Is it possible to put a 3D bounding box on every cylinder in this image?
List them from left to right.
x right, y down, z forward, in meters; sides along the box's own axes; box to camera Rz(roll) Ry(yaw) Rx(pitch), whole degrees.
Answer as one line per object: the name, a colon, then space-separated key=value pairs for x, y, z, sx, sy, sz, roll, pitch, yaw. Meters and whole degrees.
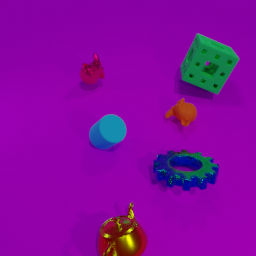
cylinder: x=-0.535 y=0.113 z=7.293 sx=0.750 sy=0.750 sz=0.750 roll=10 pitch=69 yaw=-26

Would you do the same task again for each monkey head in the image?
monkey head: x=-1.254 y=-1.968 z=9.394 sx=0.825 sy=1.369 sz=0.985 roll=-14 pitch=81 yaw=-9
monkey head: x=1.584 y=-0.405 z=8.261 sx=0.714 sy=0.853 sz=1.186 roll=49 pitch=30 yaw=-6

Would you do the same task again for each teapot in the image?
teapot: x=-0.118 y=2.003 z=5.278 sx=0.965 sy=0.760 sz=1.552 roll=-7 pitch=15 yaw=22

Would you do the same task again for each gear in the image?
gear: x=1.346 y=0.946 z=6.586 sx=1.480 sy=0.274 sz=1.480 roll=0 pitch=21 yaw=0

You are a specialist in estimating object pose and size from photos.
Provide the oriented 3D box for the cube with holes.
cube with holes: x=2.580 y=-2.103 z=9.109 sx=1.259 sy=1.259 sz=1.259 roll=21 pitch=31 yaw=-5
